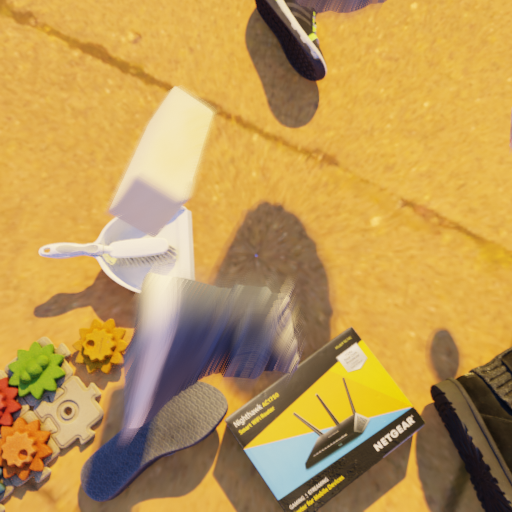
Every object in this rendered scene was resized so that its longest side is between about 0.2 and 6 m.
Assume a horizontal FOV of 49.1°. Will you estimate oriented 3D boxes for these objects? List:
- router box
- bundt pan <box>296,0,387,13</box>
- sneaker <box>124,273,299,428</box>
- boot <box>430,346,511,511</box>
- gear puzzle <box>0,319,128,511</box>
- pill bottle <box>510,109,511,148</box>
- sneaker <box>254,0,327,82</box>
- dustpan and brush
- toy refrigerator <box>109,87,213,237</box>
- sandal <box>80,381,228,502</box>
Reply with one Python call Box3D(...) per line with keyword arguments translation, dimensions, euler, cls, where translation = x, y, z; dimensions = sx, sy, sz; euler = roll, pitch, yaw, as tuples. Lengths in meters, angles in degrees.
Box3D(translation=(1.036, 2.579, 8.692), dimensions=(2.483, 0.634, 1.852), euler=(-35, 76, -10), cls="router box")
Box3D(translation=(1.385, -4.561, 7.639), dimensions=(2.429, 0.912, 2.429), euler=(-13, 58, 22), cls="bundt pan")
Box3D(translation=(-0.545, 1.235, 6.471), dimensions=(1.866, 2.583, 0.982), euler=(4, 50, -20), cls="sneaker")
Box3D(translation=(4.361, 2.804, 8.328), dimensions=(2.372, 1.194, 3.173), euler=(-21, 74, -7), cls="boot")
Box3D(translation=(-3.505, 2.386, 8.835), dimensions=(3.658, 0.479, 1.895), euler=(-39, 77, -11), cls="gear puzzle")
Box3D(translation=(3.933, -1.970, 8.070), dimensions=(0.482, 0.482, 0.806), euler=(0, 96, 0), cls="pill bottle")
Box3D(translation=(0.880, -4.558, 10.763), dimensions=(1.052, 0.911, 2.541), euler=(-26, 75, -8), cls="sneaker")
Box3D(translation=(-2.331, -0.074, 9.479), dimensions=(2.468, 0.706, 1.722), euler=(-5, 73, -1), cls="dustpan and brush")
Box3D(translation=(-1.105, -1.203, 6.966), dimensions=(0.688, 0.746, 1.966), euler=(31, 39, -20), cls="toy refrigerator")
Box3D(translation=(-1.582, 2.806, 8.755), dimensions=(2.550, 0.546, 0.970), euler=(-33, 69, 0), cls="sandal")
